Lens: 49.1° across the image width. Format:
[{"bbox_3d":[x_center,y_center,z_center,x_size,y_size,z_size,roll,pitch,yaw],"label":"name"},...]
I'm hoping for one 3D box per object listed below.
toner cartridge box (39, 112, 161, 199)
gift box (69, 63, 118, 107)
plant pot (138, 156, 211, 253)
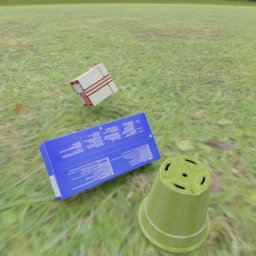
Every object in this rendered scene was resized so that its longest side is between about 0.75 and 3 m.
[{"bbox_3d":[-0.532,0.535,6.138,2.485,1.180,0.536,-17,-3,-31],"label":"toner cartridge box"},{"bbox_3d":[-1.120,-1.442,9.126,1.149,1.135,1.230,-37,23,-19],"label":"gift box"},{"bbox_3d":[0.869,1.186,4.760,1.324,1.257,1.324,2,40,-2],"label":"plant pot"}]
